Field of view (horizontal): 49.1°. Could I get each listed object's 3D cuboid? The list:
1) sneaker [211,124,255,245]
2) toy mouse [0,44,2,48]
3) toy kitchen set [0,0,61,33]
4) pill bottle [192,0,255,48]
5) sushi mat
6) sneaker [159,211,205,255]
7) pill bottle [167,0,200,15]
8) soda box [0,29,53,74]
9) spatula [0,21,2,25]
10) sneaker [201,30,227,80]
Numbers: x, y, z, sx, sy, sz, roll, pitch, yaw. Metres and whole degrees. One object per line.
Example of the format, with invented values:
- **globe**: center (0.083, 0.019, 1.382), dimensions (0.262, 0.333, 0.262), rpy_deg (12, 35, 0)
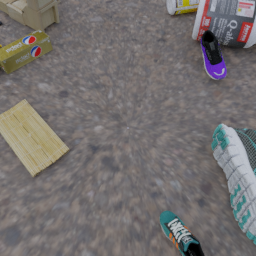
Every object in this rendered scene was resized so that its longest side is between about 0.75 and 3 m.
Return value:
- **sneaker**: center (2.973, 1.125, 6.318), dimensions (1.363, 1.160, 2.989), rpy_deg (-3, 56, -6)
- **toy mouse**: center (-4.645, -2.665, 9.494), dimensions (0.746, 0.162, 0.839), rpy_deg (-17, 56, -12)
- **toy kitchen set**: center (-3.406, -5.119, 9.997), dimensions (2.354, 2.124, 1.921), rpy_deg (32, 60, 15)
- **pill bottle**: center (3.540, -3.481, 9.246), dimensions (2.562, 1.484, 1.484), rpy_deg (13, 56, 10)
- **sushi mat**: center (-2.653, 0.192, 7.513), dimensions (1.114, 0.141, 2.329), rpy_deg (-36, 63, -22)
- **sneaker**: center (1.163, 2.279, 5.801), dimensions (0.504, 0.564, 1.413), rpy_deg (-27, 59, -18)
- **pill bottle**: center (2.251, -4.794, 10.596), dimensions (1.449, 0.791, 0.791), rpy_deg (-11, 56, -8)
- **soda box**: center (-3.395, -2.511, 9.140), dimensions (1.762, 0.564, 0.597), rpy_deg (-39, 62, -23)
- **spatula**: center (-5.692, -3.893, 10.325), dimensions (2.052, 0.211, 0.580), rpy_deg (0, 57, 0)
- **sneaker**: center (2.524, -2.233, 8.400), dimensions (0.556, 0.795, 1.598), rpy_deg (-17, 70, 9)
